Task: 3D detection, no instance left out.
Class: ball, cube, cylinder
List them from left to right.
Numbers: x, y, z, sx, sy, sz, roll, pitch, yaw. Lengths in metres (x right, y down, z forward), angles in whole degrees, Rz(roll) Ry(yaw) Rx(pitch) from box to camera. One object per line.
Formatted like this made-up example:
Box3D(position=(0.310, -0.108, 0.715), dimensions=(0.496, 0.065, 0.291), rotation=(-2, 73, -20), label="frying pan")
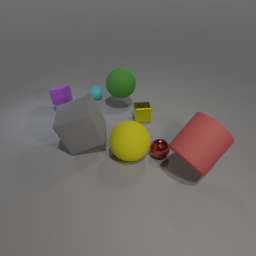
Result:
Box3D(position=(-3.067, -1.516, 12.836), dimensions=(0.700, 0.700, 0.700), rotation=(-2, 21, 23), label="cube")
Box3D(position=(-1.702, -0.135, 10.192), dimensions=(1.400, 1.400, 1.400), rotation=(-20, 36, 9), label="cube")
Box3D(position=(-1.619, -1.796, 14.231), dimensions=(0.700, 0.700, 0.700), rotation=(0, 31, 0), label="ball")
Box3D(position=(-0.331, -2.073, 13.011), dimensions=(1.400, 1.400, 1.400), rotation=(0, 31, 0), label="ball")
Box3D(position=(0.057, 0.449, 9.697), dimensions=(1.400, 1.400, 1.400), rotation=(0, 31, 0), label="ball")
Box3D(position=(0.626, -0.686, 12.354), dimensions=(0.700, 0.700, 0.700), rotation=(-2, 31, -4), label="cube")
Box3D(position=(1.129, 0.731, 9.963), dimensions=(0.700, 0.700, 0.700), rotation=(0, 31, 0), label="ball")
Box3D(position=(2.188, 0.473, 8.448), dimensions=(1.400, 1.400, 1.400), rotation=(-49, 42, 0), label="cylinder")
